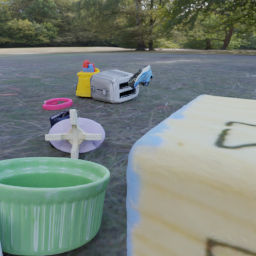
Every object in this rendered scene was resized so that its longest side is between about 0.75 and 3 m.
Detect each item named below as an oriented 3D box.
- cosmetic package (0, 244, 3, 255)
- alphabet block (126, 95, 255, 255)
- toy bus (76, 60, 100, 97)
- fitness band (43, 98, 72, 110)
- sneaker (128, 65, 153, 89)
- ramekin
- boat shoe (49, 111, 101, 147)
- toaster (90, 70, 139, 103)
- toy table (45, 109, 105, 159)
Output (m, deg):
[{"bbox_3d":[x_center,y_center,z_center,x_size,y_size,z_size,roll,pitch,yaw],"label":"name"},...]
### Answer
[{"bbox_3d":[-2.402,1.324,3.542,0.806,1.148,2.263,-17,26,-42],"label":"cosmetic package"},{"bbox_3d":[1.471,1.021,2.717,2.288,2.247,2.235,10,22,27],"label":"alphabet block"},{"bbox_3d":[-1.890,-2.509,14.140,1.258,1.779,1.853,1,17,8],"label":"toy bus"},{"bbox_3d":[-3.041,-1.053,12.140,0.977,0.255,1.361,11,23,30],"label":"fitness band"},{"bbox_3d":[0.436,-1.411,8.106,0.435,0.499,1.110,-17,22,45],"label":"sneaker"},{"bbox_3d":[-1.223,1.060,4.163,1.866,0.912,1.866,4,5,0],"label":"ramekin"},{"bbox_3d":[-1.490,-0.115,8.268,0.724,0.899,1.938,11,22,29],"label":"boat shoe"},{"bbox_3d":[-0.532,-1.965,13.195,1.522,1.339,2.357,21,29,39],"label":"toaster"},{"bbox_3d":[-1.320,0.217,6.983,1.438,1.322,0.842,-12,2,-1],"label":"toy table"}]
